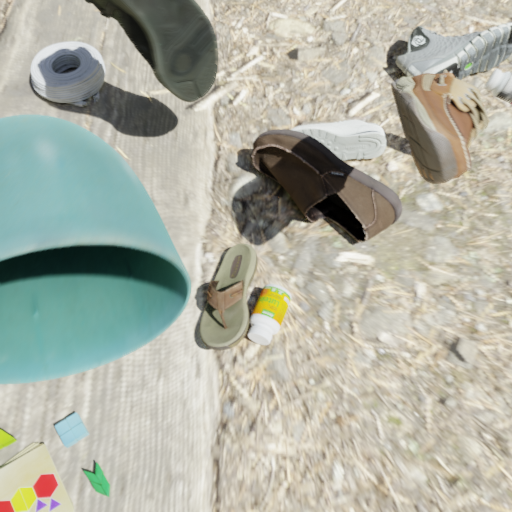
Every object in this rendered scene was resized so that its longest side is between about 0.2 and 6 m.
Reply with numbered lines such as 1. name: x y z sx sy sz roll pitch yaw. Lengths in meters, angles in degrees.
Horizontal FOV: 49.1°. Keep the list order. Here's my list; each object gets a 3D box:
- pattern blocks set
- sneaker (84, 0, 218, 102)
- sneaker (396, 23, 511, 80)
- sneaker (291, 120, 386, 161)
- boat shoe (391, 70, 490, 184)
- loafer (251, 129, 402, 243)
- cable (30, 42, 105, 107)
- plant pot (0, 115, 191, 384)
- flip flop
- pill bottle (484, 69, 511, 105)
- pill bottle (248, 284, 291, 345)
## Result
1. pattern blocks set: -3.469 3.550 7.922 2.713 0.220 2.385 -22 61 -13
2. sneaker: -1.901 -4.117 9.300 1.294 3.385 1.939 -46 51 -2
3. sneaker: 4.431 -4.820 12.606 2.955 1.109 1.706 -29 60 -15
4. sneaker: 1.605 -2.404 11.403 2.000 0.764 0.805 3 44 -1
5. boat shoe: 2.376 -1.801 7.083 1.018 1.074 2.836 -15 30 15
6. loafer: 1.125 -1.296 10.366 3.128 1.142 1.111 30 62 18
7. cable: -4.182 -4.079 12.429 1.632 0.565 1.632 4 58 3
8. plant pot: -2.509 -0.202 6.648 2.930 2.930 2.352 -18 60 -11
9. flip flop: -0.481 0.595 9.389 0.862 0.612 2.125 -1 54 23
10. pill bottle: 4.166 -2.748 9.183 0.730 0.425 0.425 28 62 5
11. pill bottle: 0.204 0.984 9.331 0.521 0.521 0.937 18 60 11
